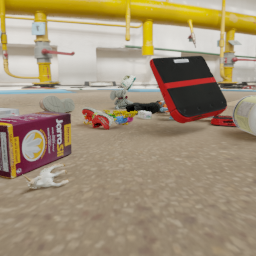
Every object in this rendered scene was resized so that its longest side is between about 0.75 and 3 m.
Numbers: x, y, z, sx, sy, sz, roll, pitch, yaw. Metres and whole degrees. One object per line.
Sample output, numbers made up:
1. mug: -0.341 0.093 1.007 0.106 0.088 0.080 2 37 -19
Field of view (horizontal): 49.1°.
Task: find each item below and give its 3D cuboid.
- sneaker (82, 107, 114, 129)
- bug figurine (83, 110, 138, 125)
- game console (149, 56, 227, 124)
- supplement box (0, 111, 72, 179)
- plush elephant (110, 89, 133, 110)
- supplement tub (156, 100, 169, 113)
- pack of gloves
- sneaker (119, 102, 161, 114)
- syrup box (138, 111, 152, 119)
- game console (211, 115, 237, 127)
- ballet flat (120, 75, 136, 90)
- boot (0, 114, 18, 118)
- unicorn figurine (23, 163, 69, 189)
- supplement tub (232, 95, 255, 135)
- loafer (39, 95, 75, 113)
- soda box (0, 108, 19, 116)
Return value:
1. sneaker: -1.257 -0.357 10.686 1.600 0.679 0.616 20 -5 38
2. bug figurine: -0.651 -0.418 11.418 2.226 0.573 1.727 5 9 35
3. game console: 2.176 -1.436 9.796 2.708 2.395 0.420 -13 -18 -35
4. supplement box: -2.152 0.268 6.216 0.829 1.068 1.935 6 12 25
5. plush elephant: -0.358 -1.831 17.186 1.341 1.261 1.629 6 12 30
6. supplement tub: 1.899 -1.156 15.243 0.637 0.637 1.040 -4 12 -22
7. pack of gloves: 2.826 -0.583 13.194 2.662 0.525 2.236 7 3 14
8. sneaker: 0.621 -0.991 14.582 2.043 0.614 1.066 5 18 25
9. syrup box: 0.782 -0.619 13.154 0.318 0.329 0.808 -4 11 -23
10. game console: 4.571 -0.290 11.623 2.083 0.323 1.842 4 7 20
11. ballet flat: 0.002 -2.177 12.843 0.577 0.577 1.661 2 22 10
12. boot: -3.874 -0.195 10.419 1.695 0.623 0.810 6 2 -14
13. unicorn figurine: -1.437 0.885 5.039 0.688 0.370 1.001 -13 -1 -14
14. supplement tub: 4.342 -0.367 9.068 1.294 1.294 1.785 -1 10 -4
15. loafer: -3.810 -1.104 14.669 0.865 0.989 2.752 -14 -2 20
16. soda box: -5.389 -0.431 11.102 2.179 0.691 0.744 4 11 22
